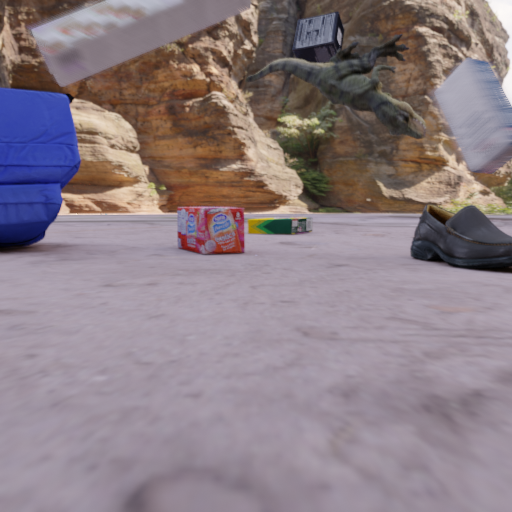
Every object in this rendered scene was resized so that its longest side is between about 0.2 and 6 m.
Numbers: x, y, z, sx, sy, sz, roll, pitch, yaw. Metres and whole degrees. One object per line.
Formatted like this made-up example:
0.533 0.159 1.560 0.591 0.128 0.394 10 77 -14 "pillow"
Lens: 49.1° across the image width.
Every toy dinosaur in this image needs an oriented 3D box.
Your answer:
1.476 -2.951 9.095 3.434 0.815 1.513 31 66 36 "toy dinosaur"

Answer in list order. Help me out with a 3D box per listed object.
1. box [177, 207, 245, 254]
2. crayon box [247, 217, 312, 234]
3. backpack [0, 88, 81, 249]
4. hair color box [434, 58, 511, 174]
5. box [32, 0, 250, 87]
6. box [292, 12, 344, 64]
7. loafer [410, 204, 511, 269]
-0.935 -0.533 11.176 0.849 0.887 1.779 -3 5 -25 "box"
0.773 -0.960 17.633 1.493 0.505 1.731 3 6 26 "crayon box"
-5.480 -1.583 11.591 2.828 2.921 3.481 1 -14 -34 "backpack"
3.857 -2.404 9.648 0.544 1.797 0.899 0 -28 -28 "hair color box"
-1.455 -3.159 7.454 2.900 0.561 0.601 -28 -26 -11 "box"
1.320 -4.524 11.741 0.898 0.906 0.558 0 -27 24 "box"
3.275 -0.325 8.728 0.944 0.937 2.592 -1 6 -21 "loafer"
